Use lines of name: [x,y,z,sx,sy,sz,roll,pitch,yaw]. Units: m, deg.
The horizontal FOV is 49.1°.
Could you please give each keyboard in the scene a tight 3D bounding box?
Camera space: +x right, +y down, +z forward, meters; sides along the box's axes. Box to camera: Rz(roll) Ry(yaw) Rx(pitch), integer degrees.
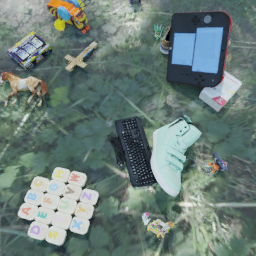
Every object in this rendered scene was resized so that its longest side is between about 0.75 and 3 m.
keyboard: [0.147,0.850,10.550,1.455,0.554,2.796,-15,68,-6]

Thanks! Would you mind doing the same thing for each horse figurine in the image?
horse figurine: [-4.225,-1.619,11.500,2.221,0.554,1.472,-1,71,8]

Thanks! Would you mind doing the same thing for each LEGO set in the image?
LEGO set: [1.111,3.052,8.857,1.378,0.513,0.634,25,29,-32]

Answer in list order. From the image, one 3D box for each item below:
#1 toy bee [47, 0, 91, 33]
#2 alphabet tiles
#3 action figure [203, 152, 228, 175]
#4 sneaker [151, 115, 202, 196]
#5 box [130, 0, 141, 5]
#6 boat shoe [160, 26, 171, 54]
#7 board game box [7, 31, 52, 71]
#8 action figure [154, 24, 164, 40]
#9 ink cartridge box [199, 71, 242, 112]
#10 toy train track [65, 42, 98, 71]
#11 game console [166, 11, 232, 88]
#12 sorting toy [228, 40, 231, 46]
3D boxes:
toy bee: [-2.498,-4.955,12.630,1.782,1.480,2.722,-36,47,-5]
alphabet tiles: [-2.410,2.647,9.791,2.490,0.186,2.546,13,61,7]
action figure: [3.257,1.366,10.472,0.894,0.483,0.924,-7,44,-10]
sneaker: [1.706,0.761,9.486,1.064,1.706,2.892,33,37,-29]
box: [0.303,-6.520,13.321,0.503,0.963,0.713,-17,69,-7]
boat shoe: [2.258,-4.314,12.491,0.827,0.828,2.289,29,71,11]
board game box: [-4.320,-3.406,12.352,1.214,0.416,1.468,40,73,17]
action figure: [1.395,-4.401,12.875,0.482,0.223,0.815,9,72,0]
ink cartridge box: [3.786,-1.537,11.485,1.025,0.589,1.413,41,73,15]
toy train track: [-2.006,-3.093,12.313,1.098,0.312,1.915,30,65,19]
game console: [2.661,-3.047,10.904,2.434,0.427,2.752,14,108,31]
sorting toy: [3.888,-3.676,12.598,0.997,0.179,1.338,38,73,8]
